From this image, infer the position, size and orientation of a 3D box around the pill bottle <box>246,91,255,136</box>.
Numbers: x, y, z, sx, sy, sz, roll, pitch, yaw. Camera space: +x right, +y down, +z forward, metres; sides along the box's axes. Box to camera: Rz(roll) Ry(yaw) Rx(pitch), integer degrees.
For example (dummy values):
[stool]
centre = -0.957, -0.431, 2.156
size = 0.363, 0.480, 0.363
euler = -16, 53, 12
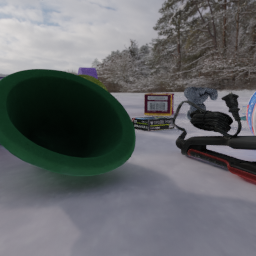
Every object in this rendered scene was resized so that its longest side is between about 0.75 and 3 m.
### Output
[pill bottle]
centre = 2.940, -0.226, 5.119
size = 1.425, 1.425, 2.540
euler = 3, 7, 19

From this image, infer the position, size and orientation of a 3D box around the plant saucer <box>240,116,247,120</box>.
[plant saucer]
centre = 4.857, -0.410, 11.185
size = 0.465, 0.126, 1.331
euler = 6, 11, 37

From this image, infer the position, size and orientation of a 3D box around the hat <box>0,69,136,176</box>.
[hat]
centre = -1.268, 0.451, 4.567
size = 2.057, 2.186, 2.483
euler = 9, 38, -25

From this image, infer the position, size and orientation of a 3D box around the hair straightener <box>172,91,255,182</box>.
[hair straightener]
centre = 1.525, 0.041, 4.096
size = 0.610, 1.148, 2.984
euler = -3, 8, -20

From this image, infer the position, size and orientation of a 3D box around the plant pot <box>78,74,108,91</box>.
[plant pot]
centre = -1.470, -0.566, 7.879
size = 1.652, 1.652, 1.569
euler = 1, 19, 10

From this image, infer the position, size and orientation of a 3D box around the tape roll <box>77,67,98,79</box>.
[tape roll]
centre = -3.386, -3.506, 23.160
size = 1.264, 2.975, 2.975
euler = -2, 8, -19

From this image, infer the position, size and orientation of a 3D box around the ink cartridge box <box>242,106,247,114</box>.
[ink cartridge box]
centre = 6.046, -0.852, 13.397
size = 0.916, 0.386, 0.662
euler = -4, 9, -24

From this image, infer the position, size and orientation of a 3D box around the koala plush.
[koala plush]
centre = 2.373, -0.795, 9.583
size = 1.038, 1.130, 1.002
euler = 5, 0, -33

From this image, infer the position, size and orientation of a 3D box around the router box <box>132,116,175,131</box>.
[router box]
centre = 0.755, -0.150, 8.481
size = 1.078, 0.335, 0.808
euler = -6, 10, -37

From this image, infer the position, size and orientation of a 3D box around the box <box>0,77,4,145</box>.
[box]
centre = -2.803, -0.408, 6.261
size = 1.978, 1.464, 1.032
euler = -2, 9, -4

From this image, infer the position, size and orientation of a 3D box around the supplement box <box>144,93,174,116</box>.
[supplement box]
centre = 1.551, -1.171, 13.466
size = 1.268, 1.000, 1.937
euler = 2, 8, 13
